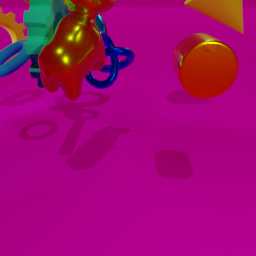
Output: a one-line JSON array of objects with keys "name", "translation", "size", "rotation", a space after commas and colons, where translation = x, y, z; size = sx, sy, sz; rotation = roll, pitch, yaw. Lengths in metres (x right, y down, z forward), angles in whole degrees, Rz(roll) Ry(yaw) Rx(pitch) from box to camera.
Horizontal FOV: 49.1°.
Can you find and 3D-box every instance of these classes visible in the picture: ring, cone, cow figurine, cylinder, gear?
[{"name": "ring", "translation": [-2.538, -1.514, 6.078], "size": [1.165, 0.233, 1.165], "rotation": [-18, 43, 17]}, {"name": "ring", "translation": [-1.661, -2.772, 8.386], "size": [2.093, 2.093, 0.419], "rotation": [-1, 7, -3]}, {"name": "cone", "translation": [2.689, -3.235, 7.592], "size": [1.650, 1.657, 1.650], "rotation": [-37, 17, 14]}, {"name": "cow figurine", "translation": [-0.810, -1.493, 4.323], "size": [0.949, 1.702, 1.729], "rotation": [22, 60, 11]}, {"name": "cylinder", "translation": [1.116, -0.950, 4.202], "size": [0.817, 0.817, 0.817], "rotation": [1, 25, 1]}, {"name": "gear", "translation": [-3.948, -2.763, 8.636], "size": [0.329, 1.777, 1.777], "rotation": [0, 19, 43]}, {"name": "gear", "translation": [-1.464, -1.707, 5.326], "size": [0.346, 1.871, 1.871], "rotation": [3, 26, 0]}]

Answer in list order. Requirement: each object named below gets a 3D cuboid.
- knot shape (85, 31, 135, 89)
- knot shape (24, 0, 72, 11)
[{"name": "knot shape", "translation": [-0.492, -1.354, 5.914], "size": [1.165, 1.091, 0.538], "rotation": [24, 16, -39]}, {"name": "knot shape", "translation": [-1.648, -2.992, 6.191], "size": [1.794, 1.917, 0.886], "rotation": [21, 61, 40]}]
